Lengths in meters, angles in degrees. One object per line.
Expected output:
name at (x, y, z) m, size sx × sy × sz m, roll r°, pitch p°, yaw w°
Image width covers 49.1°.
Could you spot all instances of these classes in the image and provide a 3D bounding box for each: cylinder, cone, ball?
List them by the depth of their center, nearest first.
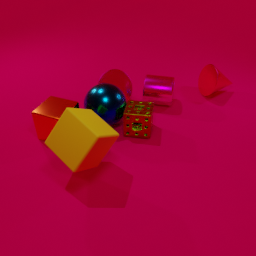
ball at (-0.702, -0.722, 8.674) m, size 1.336 × 1.336 × 1.336 m, roll 0°, pitch 38°, yaw 0°
cylinder at (1.071, -1.314, 9.710) m, size 0.993 × 0.993 × 0.993 m, roll 8°, pitch 39°, yaw 9°
cone at (-0.670, -1.477, 10.242) m, size 1.285 × 1.285 × 1.290 m, roll -16°, pitch 14°, yaw -19°
cone at (3.385, -1.696, 10.283) m, size 1.143 × 1.139 × 1.139 m, roll 3°, pitch 36°, yaw -20°

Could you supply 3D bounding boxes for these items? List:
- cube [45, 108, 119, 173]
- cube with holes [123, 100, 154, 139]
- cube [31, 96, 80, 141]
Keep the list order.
cube at (-1.083, 0.263, 6.737) m, size 1.070 × 1.070 × 1.070 m, roll 41°, pitch 16°, yaw 18°
cube with holes at (0.330, -0.274, 8.510) m, size 0.810 × 0.810 × 0.810 m, roll 6°, pitch 35°, yaw 8°
cube at (-2.078, -0.221, 8.324) m, size 0.994 × 0.994 × 0.994 m, roll 13°, pitch 40°, yaw 17°
